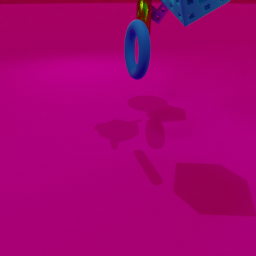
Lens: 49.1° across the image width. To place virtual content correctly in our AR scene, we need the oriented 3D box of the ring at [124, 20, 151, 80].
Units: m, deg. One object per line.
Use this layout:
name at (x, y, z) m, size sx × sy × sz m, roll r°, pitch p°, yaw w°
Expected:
ring at (0.171, -1.553, 5.616) m, size 0.232 × 1.161 × 1.161 m, roll -5°, pitch 26°, yaw -16°

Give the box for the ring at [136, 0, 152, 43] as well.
ring at (0.406, -2.760, 6.947) m, size 0.297 × 1.487 × 1.487 m, roll 3°, pitch 26°, yaw 6°

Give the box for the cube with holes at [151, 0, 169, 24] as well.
cube with holes at (0.809, -3.579, 8.043) m, size 0.770 × 0.770 × 0.770 m, roll 33°, pitch 26°, yaw -9°

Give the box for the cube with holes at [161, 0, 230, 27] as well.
cube with holes at (1.150, -2.681, 5.045) m, size 0.957 × 0.957 × 0.957 m, roll -29°, pitch 58°, yaw 2°
